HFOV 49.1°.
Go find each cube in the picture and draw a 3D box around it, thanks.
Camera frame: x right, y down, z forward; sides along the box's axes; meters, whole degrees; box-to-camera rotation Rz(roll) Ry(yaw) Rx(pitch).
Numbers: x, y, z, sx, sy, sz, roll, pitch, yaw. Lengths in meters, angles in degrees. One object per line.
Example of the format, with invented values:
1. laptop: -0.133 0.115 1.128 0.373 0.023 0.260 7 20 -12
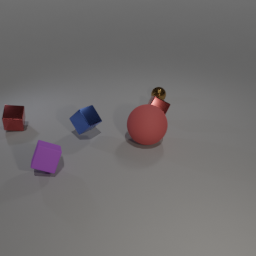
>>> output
1. cube: -4.285 -0.375 10.550 0.700 0.700 0.700 2 52 -14
2. cube: 1.142 -0.797 11.007 0.700 0.700 0.700 26 5 -8
3. cube: -2.423 0.842 8.302 0.700 0.700 0.700 18 6 -19
4. cube: -1.500 -0.293 9.952 0.700 0.700 0.700 -34 -4 39

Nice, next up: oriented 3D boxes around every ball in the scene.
1. ball: 1.411 -1.545 12.913 0.700 0.700 0.700 0 30 0
2. ball: 0.659 -0.115 9.640 1.400 1.400 1.400 0 30 0
